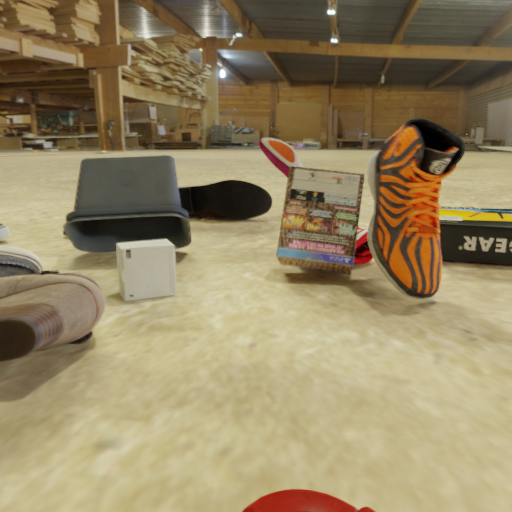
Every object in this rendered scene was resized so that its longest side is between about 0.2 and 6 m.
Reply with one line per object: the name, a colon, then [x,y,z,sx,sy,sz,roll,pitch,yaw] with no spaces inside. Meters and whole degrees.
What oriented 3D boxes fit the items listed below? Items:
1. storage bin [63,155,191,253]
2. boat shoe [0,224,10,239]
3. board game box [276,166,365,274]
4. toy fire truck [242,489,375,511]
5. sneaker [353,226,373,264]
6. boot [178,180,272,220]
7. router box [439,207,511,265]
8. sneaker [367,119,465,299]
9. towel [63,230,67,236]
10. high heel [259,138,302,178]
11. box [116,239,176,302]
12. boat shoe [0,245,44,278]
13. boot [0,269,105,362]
storage bin: [-2.314,-0.970,10.432,2.163,1.453,1.574,-2,-24,-4]
boat shoe: [-6.299,-0.662,11.438,2.467,0.785,0.872,1,14,4]
board game box: [1.043,-0.569,9.021,1.199,1.504,0.728,8,-9,9]
toy fire truck: [-0.221,1.545,2.294,1.648,1.060,1.451,25,27,38]
sneaker: [1.601,-0.359,10.444,1.404,0.953,2.431,11,28,11]
boot: [-1.030,-1.464,15.226,2.829,1.029,3.005,-8,7,0]
router box: [4.670,-0.395,10.421,2.869,0.733,2.140,4,14,16]
sneaker: [2.241,-0.794,7.767,1.009,2.602,1.458,2,-26,-17]
towel: [-2.901,-0.606,12.196,1.921,0.332,1.850,10,17,33]
high heel: [0.821,-2.053,14.731,1.222,2.542,0.857,-36,29,40]
box: [-1.563,0.191,7.963,0.759,0.755,0.496,-5,15,-21]
boat shoe: [-3.744,0.523,6.813,2.380,0.889,1.104,-10,31,-30]
boot: [-3.068,0.650,5.977,2.793,0.981,2.042,1,8,-4]
